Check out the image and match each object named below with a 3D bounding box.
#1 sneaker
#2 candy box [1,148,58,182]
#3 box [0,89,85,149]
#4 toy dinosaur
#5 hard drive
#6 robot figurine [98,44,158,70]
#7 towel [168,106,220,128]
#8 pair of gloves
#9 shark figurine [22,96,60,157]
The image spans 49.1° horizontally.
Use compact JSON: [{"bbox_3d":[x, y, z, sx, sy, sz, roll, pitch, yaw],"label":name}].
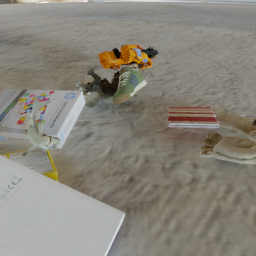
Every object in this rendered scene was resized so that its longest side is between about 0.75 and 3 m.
[{"bbox_3d":[-0.068,-1.490,9.011,0.678,0.908,2.022,-17,16,33],"label":"sneaker"},{"bbox_3d":[-2.980,1.057,5.827,2.804,0.370,1.433,-12,26,-20],"label":"candy box"},{"bbox_3d":[-2.704,-0.337,7.778,2.521,0.519,1.966,4,41,12],"label":"box"},{"bbox_3d":[-0.675,-1.311,9.739,2.807,1.080,1.435,-4,53,-32],"label":"toy dinosaur"},{"bbox_3d":[-1.602,1.503,4.351,2.670,0.339,1.762,22,40,10],"label":"hard drive"},{"bbox_3d":[0.076,-2.448,10.039,1.751,0.703,2.414,-8,2,28],"label":"robot figurine"},{"bbox_3d":[1.844,-0.316,8.118,1.352,0.213,1.876,1,18,9],"label":"towel"},{"bbox_3d":[3.131,0.302,7.173,2.169,0.447,2.551,10,26,25],"label":"pair of gloves"},{"bbox_3d":[-2.003,0.087,6.547,0.698,0.999,1.672,31,22,-49],"label":"shark figurine"}]
